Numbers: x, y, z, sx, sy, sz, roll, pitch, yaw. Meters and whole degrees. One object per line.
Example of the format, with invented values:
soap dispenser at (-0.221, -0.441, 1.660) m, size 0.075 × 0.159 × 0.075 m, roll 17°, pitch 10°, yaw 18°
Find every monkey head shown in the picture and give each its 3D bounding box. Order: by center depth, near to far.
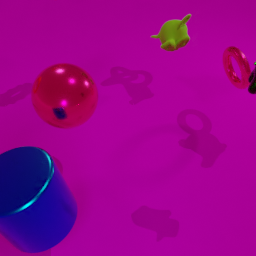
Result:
monkey head at (1.293, -2.819, 8.520) m, size 1.477 × 0.890 × 1.062 m, roll -18°, pitch 5°, yaw 42°

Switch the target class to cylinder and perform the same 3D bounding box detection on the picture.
cylinder at (-1.637, 1.184, 4.645) m, size 1.293 × 1.293 × 1.293 m, roll -7°, pitch 44°, yaw 7°

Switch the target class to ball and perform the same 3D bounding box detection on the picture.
ball at (-1.323, -0.671, 5.932) m, size 1.385 × 1.385 × 1.385 m, roll 0°, pitch 45°, yaw 0°

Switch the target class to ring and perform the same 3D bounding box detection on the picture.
ring at (2.965, -1.640, 7.669) m, size 0.247 × 1.234 × 1.234 m, roll -23°, pitch 47°, yaw 1°

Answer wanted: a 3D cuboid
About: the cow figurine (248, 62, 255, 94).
cow figurine at (2.478, -0.886, 4.143) m, size 1.137 × 1.118 × 0.624 m, roll 19°, pitch 49°, yaw 5°
